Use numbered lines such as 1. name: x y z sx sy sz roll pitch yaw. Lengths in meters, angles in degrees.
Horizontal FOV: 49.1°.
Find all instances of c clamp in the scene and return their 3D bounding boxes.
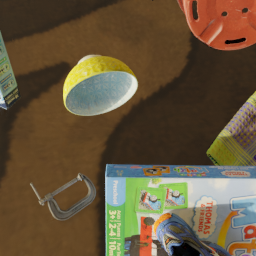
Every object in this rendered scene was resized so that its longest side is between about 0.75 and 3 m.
1. c clamp: -0.894 0.962 4.149 0.862 0.117 0.736 -24 101 -30

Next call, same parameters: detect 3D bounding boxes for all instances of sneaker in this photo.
1. sneaker: 0.930 1.744 3.673 1.443 0.566 0.543 35 100 -9

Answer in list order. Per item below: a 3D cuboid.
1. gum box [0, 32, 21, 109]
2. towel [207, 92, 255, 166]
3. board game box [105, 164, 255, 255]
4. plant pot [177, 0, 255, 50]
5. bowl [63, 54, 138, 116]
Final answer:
1. gum box: -3.067 -1.511 5.154 1.797 2.115 0.471 21 50 15
2. towel: 2.390 0.143 4.614 2.074 0.236 1.490 -45 100 -7
3. board game box: 0.958 1.514 4.180 2.567 0.470 1.942 0 107 -2
4. plant pot: 2.203 -2.991 6.076 2.479 2.479 2.411 10 39 5
5. bowl: -0.621 -0.964 5.548 1.483 1.483 0.798 -17 68 -9
